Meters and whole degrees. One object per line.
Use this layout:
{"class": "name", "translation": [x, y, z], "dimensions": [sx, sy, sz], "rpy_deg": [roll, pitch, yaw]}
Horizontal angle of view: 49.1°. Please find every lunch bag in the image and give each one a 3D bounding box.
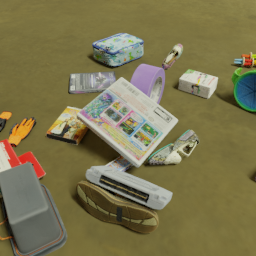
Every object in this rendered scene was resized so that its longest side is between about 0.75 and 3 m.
{"class": "lunch bag", "translation": [-0.602, -4.609, 16.270], "dimensions": [2.677, 1.104, 2.152], "rpy_deg": [-29, 45, -31]}

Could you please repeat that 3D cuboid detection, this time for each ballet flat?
{"class": "ballet flat", "translation": [1.781, 0.831, 10.151], "dimensions": [2.294, 0.825, 0.825], "rpy_deg": [-30, 49, -27]}
{"class": "ballet flat", "translation": [1.924, -3.102, 11.946], "dimensions": [0.479, 0.493, 1.385], "rpy_deg": [36, 82, 11]}

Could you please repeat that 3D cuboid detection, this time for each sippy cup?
{"class": "sippy cup", "translation": [5.976, -1.826, 12.617], "dimensions": [1.740, 2.374, 1.864], "rpy_deg": [-26, 3, -41]}

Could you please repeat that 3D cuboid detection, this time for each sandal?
{"class": "sandal", "translation": [-0.319, 2.263, 8.345], "dimensions": [2.671, 1.073, 0.721], "rpy_deg": [16, 27, 16]}

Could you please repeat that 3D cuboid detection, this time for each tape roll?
{"class": "tape roll", "translation": [0.811, -1.626, 11.995], "dimensions": [0.884, 2.080, 2.080], "rpy_deg": [19, 44, 20]}

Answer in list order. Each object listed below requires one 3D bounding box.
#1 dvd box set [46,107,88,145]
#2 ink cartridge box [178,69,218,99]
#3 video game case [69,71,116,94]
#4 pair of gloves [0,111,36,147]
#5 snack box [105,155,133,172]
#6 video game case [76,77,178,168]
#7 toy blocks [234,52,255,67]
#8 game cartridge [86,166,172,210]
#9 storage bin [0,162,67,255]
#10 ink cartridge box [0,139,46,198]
{"class": "dvd box set", "translation": [-2.314, -0.143, 11.639], "dimensions": [1.385, 0.278, 1.893], "rpy_deg": [13, 42, 13]}
{"class": "ink cartridge box", "translation": [3.437, -2.178, 13.718], "dimensions": [1.581, 0.664, 1.145], "rpy_deg": [23, 45, 24]}
{"class": "video game case", "translation": [-1.776, -2.336, 14.261], "dimensions": [2.355, 0.223, 1.682], "rpy_deg": [-4, 41, -6]}
{"class": "pair of gloves", "translation": [-4.948, -0.040, 11.551], "dimensions": [2.074, 0.256, 1.848], "rpy_deg": [10, 42, 13]}
{"class": "snack box", "translation": [-0.180, 1.260, 10.070], "dimensions": [1.566, 0.190, 0.563], "rpy_deg": [-30, 49, -30]}
{"class": "video game case", "translation": [0.032, -0.332, 10.149], "dimensions": [2.819, 0.334, 2.566], "rpy_deg": [39, 58, 10]}
{"class": "toy blocks", "translation": [6.730, -3.878, 15.809], "dimensions": [1.483, 0.539, 1.236], "rpy_deg": [7, 42, 8]}
{"class": "game cartridge", "translation": [0.091, 1.764, 8.552], "dimensions": [2.452, 0.496, 1.635], "rpy_deg": [19, 3, 18]}
{"class": "storage bin", "translation": [-2.932, 2.232, 7.871], "dimensions": [1.727, 1.594, 2.373], "rpy_deg": [-20, 43, -22]}
{"class": "ink cartridge box", "translation": [-4.446, 1.431, 9.111], "dimensions": [2.960, 0.995, 1.720], "rpy_deg": [-25, 39, -26]}
